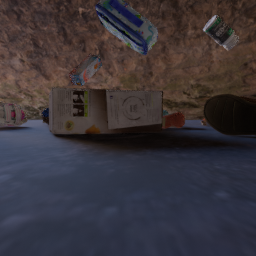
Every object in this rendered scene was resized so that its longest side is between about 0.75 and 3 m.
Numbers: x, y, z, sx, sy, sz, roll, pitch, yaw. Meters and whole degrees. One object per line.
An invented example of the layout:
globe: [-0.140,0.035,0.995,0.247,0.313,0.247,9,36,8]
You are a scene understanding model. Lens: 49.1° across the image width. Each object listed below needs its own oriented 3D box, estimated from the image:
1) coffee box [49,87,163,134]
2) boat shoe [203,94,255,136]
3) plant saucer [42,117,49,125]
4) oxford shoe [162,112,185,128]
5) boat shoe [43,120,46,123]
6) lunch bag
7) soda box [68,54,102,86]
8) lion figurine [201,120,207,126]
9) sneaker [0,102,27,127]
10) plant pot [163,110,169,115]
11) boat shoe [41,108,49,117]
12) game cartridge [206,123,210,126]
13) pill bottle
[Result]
coffee box: [-0.637,-0.421,7.467,2.780,1.108,1.590,-1,2,-18]
boat shoe: [2.868,-0.212,6.275,0.894,0.946,2.631,2,11,-30]
plant saucer: [-2.821,-0.313,13.483,2.559,0.468,2.559,1,2,0]
oxford shoe: [1.667,-0.311,11.367,1.794,0.635,0.662,-2,0,-45]
boat shoe: [-5.453,-0.626,20.745,1.804,0.539,0.645,-2,3,-42]
lunch bag: [-0.031,-2.916,7.887,1.808,0.745,1.453,39,2,2]
soda box: [-2.235,-3.117,14.927,0.724,0.673,2.118,12,48,25]
lion figurine: [4.163,-0.456,14.163,1.013,0.367,0.621,-40,7,14]
sneaker: [-5.328,-0.637,12.345,1.296,1.195,2.939,-2,3,0]
plant pot: [1.660,-0.508,14.169,1.197,0.806,1.197,1,2,0]
boat shoe: [-4.044,-0.628,17.202,2.733,0.987,0.989,10,-9,-33]
game cartridge: [4.295,-0.183,13.272,0.832,0.260,1.250,8,7,44]
pill bottle: [2.840,-2.871,8.488,1.007,0.569,0.569,36,-6,-12]
